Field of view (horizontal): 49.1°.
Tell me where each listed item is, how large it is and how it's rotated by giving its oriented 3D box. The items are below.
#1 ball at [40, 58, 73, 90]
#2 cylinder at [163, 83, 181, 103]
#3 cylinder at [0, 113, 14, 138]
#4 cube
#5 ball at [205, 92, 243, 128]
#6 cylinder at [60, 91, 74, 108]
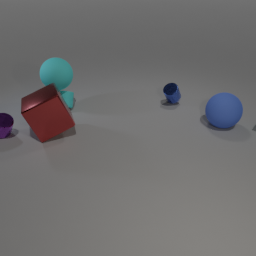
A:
[{"bbox_3d":[-3.087,-2.327,12.117,1.400,1.400,1.400,0,29,0],"label":"ball"},{"bbox_3d":[2.038,-1.606,12.913,0.700,0.700,0.700,-10,60,18],"label":"cylinder"},{"bbox_3d":[-4.635,-0.088,10.344,0.700,0.700,0.700,17,48,-20],"label":"cylinder"},{"bbox_3d":[-2.970,-0.599,10.396,1.400,1.400,1.400,-28,33,-5],"label":"cube"},{"bbox_3d":[3.762,-0.692,11.006,1.400,1.400,1.400,0,29,0],"label":"ball"},{"bbox_3d":[-2.817,-1.287,12.581,0.700,0.700,0.700,5,1,0],"label":"cylinder"}]
